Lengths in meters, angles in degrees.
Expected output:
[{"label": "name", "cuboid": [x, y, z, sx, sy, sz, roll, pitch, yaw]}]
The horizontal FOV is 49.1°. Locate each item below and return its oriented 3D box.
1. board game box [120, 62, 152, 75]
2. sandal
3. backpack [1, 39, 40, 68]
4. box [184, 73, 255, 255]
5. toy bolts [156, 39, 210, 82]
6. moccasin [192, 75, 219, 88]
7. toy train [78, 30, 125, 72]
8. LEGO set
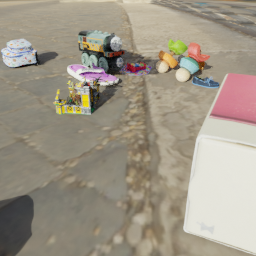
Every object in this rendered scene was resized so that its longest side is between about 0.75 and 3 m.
[{"label": "board game box", "cuboid": [0.356, -2.679, 12.152, 1.247, 0.307, 1.578, 7, 31, 13]}, {"label": "sandal", "cuboid": [-1.503, -2.224, 10.993, 2.621, 0.644, 1.067, 22, 36, 34]}, {"label": "backpack", "cuboid": [-4.891, -3.302, 12.547, 1.390, 1.124, 1.459, -31, 44, -27]}, {"label": "box", "cuboid": [2.228, 0.411, 5.026, 1.626, 1.908, 2.984, 12, 32, 21]}, {"label": "toy bolts", "cuboid": [2.296, -2.497, 11.387, 1.974, 1.434, 2.067, 33, 5, -27]}, {"label": "moccasin", "cuboid": [2.891, -1.733, 10.432, 1.013, 0.345, 0.408, 13, 32, 22]}, {"label": "toy train", "cuboid": [-1.174, -3.322, 11.909, 1.158, 1.548, 2.717, -22, 31, -33]}, {"label": "LEGO set", "cuboid": [-1.534, -1.203, 8.774, 1.392, 1.049, 1.811, 9, 31, 15]}]
